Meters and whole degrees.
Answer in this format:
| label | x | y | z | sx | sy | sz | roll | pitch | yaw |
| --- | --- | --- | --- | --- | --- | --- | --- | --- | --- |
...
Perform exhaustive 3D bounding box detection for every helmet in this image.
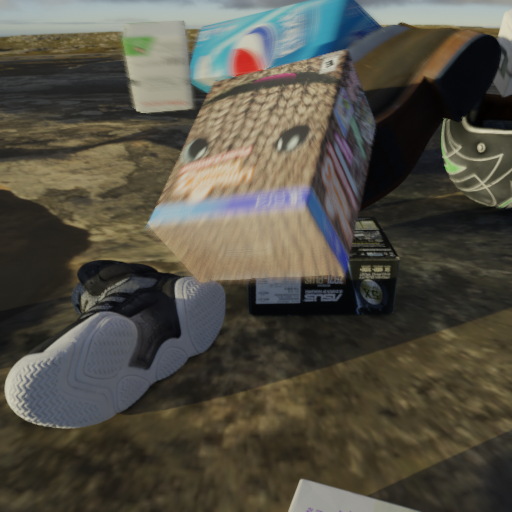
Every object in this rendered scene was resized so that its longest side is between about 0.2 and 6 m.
| label | x | y | z | sx | sy | sz | roll | pitch | yaw |
| --- | --- | --- | --- | --- | --- | --- | --- | --- | --- |
| helmet | 4.814 | -2.182 | 10.458 | 2.828 | 2.697 | 2.828 | 2 | -15 | 1 |

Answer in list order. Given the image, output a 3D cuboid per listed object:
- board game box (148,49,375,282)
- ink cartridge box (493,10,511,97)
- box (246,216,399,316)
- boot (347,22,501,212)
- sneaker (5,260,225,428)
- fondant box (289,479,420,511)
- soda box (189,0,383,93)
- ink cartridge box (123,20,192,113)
| label | x | y | z | sx | sy | sz | roll | pitch | yaw |
| --- | --- | --- | --- | --- | --- | --- | --- | --- | --- |
| board game box | 0.134 | -0.773 | 4.995 | 1.453 | 0.882 | 1.822 | -4 | 52 | 29 |
| ink cartridge box | 3.468 | -2.618 | 6.977 | 0.827 | 1.137 | 0.478 | -21 | 68 | 5 |
| box | 0.815 | 0.089 | 7.731 | 1.917 | 0.825 | 1.570 | -1 | 25 | -2 |
| boot | 1.299 | -1.630 | 6.691 | 2.966 | 1.108 | 1.438 | -40 | 44 | -1 |
| sneaker | -1.674 | 0.801 | 6.025 | 1.563 | 1.036 | 2.746 | 15 | 23 | 31 |
| fondant box | 0.939 | 2.234 | 3.420 | 1.786 | 0.520 | 1.289 | 8 | 26 | 18 |
| soda box | 0.324 | -2.992 | 8.504 | 1.065 | 1.007 | 3.140 | 19 | -4 | -42 |
| ink cartridge box | -1.077 | -2.094 | 6.234 | 0.652 | 0.893 | 0.375 | -4 | 48 | -5 |
